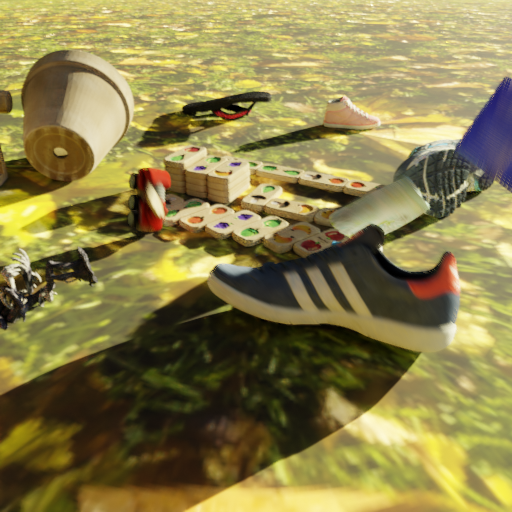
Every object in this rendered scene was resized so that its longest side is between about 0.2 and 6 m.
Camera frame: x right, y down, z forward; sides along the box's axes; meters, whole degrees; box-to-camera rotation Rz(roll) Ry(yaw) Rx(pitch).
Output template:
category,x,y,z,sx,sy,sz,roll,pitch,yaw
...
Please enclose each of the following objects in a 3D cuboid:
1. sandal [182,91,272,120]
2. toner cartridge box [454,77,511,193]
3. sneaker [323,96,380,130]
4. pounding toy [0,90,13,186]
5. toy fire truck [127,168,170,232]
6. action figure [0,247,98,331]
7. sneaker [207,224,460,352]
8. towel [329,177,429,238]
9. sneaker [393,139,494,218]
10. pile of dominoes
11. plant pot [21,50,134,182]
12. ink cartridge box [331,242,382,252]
category,x,y,z,sx,sy,sz,roll,pitch,yaw
sandal,-0.735,-3.920,14.866,2.605,0.587,0.978,-2,22,25
toner cartridge box,3.441,-1.263,6.745,0.522,1.149,2.419,21,25,-21
sneaker,2.410,-3.590,13.998,1.430,0.748,0.538,4,29,5
pounding toy,-5.587,-2.458,10.316,1.296,2.489,2.833,-1,31,-1
toy fire truck,-1.616,-0.939,8.736,0.707,0.967,1.099,7,-11,-37
action figure,-2.899,0.348,7.102,1.591,0.812,0.945,-25,27,-13
sneaker,0.924,0.178,6.821,3.039,1.284,1.139,10,12,10
towel,1.706,-0.578,7.597,1.139,0.320,1.331,-29,-19,19
sneaker,3.260,-1.511,10.297,1.341,1.206,3.106,18,25,42
pile of dominoes,0.164,-1.210,10.046,4.055,0.646,3.161,14,33,23
plant pot,-3.716,-2.629,11.261,2.271,2.271,1.970,-1,46,-1
ink cartridge box,1.368,0.230,7.811,0.733,0.424,1.005,6,31,10
